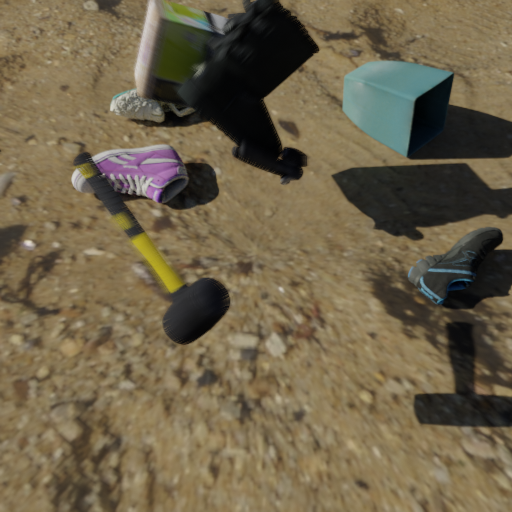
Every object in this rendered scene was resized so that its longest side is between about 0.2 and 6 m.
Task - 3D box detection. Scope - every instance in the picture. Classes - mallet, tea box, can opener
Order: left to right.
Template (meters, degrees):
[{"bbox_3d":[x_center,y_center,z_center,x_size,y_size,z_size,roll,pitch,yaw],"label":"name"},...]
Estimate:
[{"bbox_3d":[-1.428,-0.237,7.455,0.616,0.985,2.992,-31,88,-48],"label":"mallet"},{"bbox_3d":[-1.427,-3.891,10.935,1.578,1.604,1.072,7,40,-23],"label":"tea box"},{"bbox_3d":[0.256,-1.838,10.970,1.756,0.557,0.690,8,76,-36],"label":"can opener"}]

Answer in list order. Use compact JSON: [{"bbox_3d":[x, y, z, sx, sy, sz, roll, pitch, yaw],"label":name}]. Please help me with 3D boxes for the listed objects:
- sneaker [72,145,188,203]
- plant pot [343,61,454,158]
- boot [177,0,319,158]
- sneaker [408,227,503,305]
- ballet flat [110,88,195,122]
[{"bbox_3d":[-2.781,-1.701,12.652,2.534,0.918,1.445,-19,54,-16],"label":"sneaker"},{"bbox_3d":[3.429,-3.927,14.207,1.641,1.642,2.323,-36,52,-27],"label":"plant pot"},{"bbox_3d":[0.191,-3.262,10.664,2.396,2.924,1.082,-43,45,15],"label":"boot"},{"bbox_3d":[4.113,0.202,11.119,2.186,0.800,0.895,-29,60,-11],"label":"sneaker"},{"bbox_3d":[-2.346,-4.059,14.745,2.868,1.029,1.029,-21,52,-17],"label":"ballet flat"}]
